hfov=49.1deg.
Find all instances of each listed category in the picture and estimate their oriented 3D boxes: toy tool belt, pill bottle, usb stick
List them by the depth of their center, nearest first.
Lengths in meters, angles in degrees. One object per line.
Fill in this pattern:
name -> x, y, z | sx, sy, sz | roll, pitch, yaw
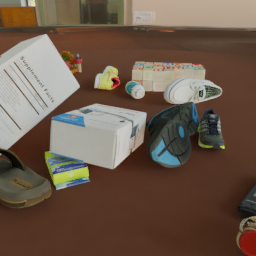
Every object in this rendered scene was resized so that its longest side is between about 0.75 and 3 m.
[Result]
toy tool belt -> 2.174, 1.596, 3.958 | 1.432, 0.894, 0.880 | 5, -6, 4
usb stick -> 2.494, 1.236, 5.236 | 0.412, 0.242, 1.484 | 20, 31, 36
pill bottle -> 0.297, -1.453, 10.801 | 0.538, 0.538, 0.971 | -9, 25, -18

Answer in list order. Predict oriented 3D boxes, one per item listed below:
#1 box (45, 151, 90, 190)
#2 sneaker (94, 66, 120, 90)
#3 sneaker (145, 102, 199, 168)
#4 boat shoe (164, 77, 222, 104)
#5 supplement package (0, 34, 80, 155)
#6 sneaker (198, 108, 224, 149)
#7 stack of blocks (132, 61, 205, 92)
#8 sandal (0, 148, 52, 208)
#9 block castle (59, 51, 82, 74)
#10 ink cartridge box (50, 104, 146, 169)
box -> -1.347, 0.822, 6.106 | 0.739, 0.289, 1.212 | -11, 26, -22
sneaker -> -0.723, -2.067, 12.073 | 0.901, 0.780, 1.996 | 16, 32, 10
sneaker -> 0.964, 0.188, 6.974 | 1.159, 1.036, 2.831 | -10, 14, 28
boat shoe -> 2.440, -1.366, 10.132 | 2.517, 0.926, 0.840 | -17, 28, -34
supplement package -> -2.843, -0.868, 6.841 | 1.585, 1.566, 2.614 | 8, 47, 48
sneaker -> 2.161, 0.016, 7.372 | 0.635, 0.695, 1.718 | 2, 24, 4
stack of blocks -> 1.723, -2.219, 12.065 | 2.988, 0.875, 1.720 | 3, 25, 5
sandal -> -2.627, 0.803, 5.493 | 2.717, 0.742, 1.110 | 12, 24, 33
block castle -> -3.529, -3.394, 14.529 | 2.127, 0.998, 1.421 | 14, 28, 28
ink cartridge box -> -0.590, 0.086, 6.542 | 1.513, 0.887, 2.066 | 11, 17, 17
